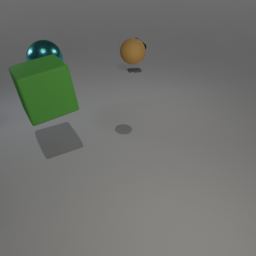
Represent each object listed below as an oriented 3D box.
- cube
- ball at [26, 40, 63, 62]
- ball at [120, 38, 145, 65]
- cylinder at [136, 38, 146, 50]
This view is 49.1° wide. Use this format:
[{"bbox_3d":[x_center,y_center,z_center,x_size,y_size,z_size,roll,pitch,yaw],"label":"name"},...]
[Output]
[{"bbox_3d":[-2.425,-1.141,8.095,1.400,1.400,1.400,-22,35,-20],"label":"cube"},{"bbox_3d":[-3.255,-2.720,10.956,1.400,1.400,1.400,0,32,0],"label":"ball"},{"bbox_3d":[0.129,-2.102,7.690,0.700,0.700,0.700,0,32,0],"label":"ball"},{"bbox_3d":[0.530,-4.471,15.360,0.700,0.700,0.700,24,12,-41],"label":"cylinder"}]
